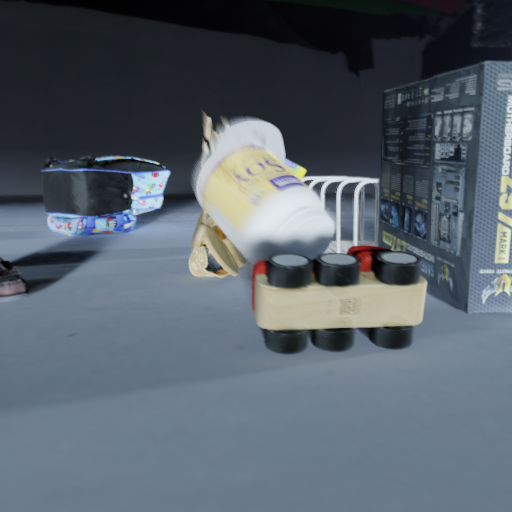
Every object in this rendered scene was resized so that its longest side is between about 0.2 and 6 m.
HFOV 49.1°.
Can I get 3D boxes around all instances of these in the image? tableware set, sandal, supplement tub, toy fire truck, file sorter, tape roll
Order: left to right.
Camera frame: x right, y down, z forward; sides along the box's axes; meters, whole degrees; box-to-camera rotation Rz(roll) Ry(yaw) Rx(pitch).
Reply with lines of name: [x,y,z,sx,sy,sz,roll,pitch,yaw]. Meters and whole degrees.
sandal: [-0.671,0.097,8.511,0.674,0.752,2.051,-31,-3,8]
sandal: [-0.914,-0.402,11.652,0.719,0.802,2.186,19,12,-9]
tableware set: [-0.727,-1.956,11.943,0.403,1.328,2.009,-10,40,9]
tape roll: [-0.123,-2.029,10.922,1.327,1.327,0.438,2,-35,12]
supplement tub: [0.109,-0.689,8.215,1.357,1.357,1.866,-7,45,-42]
toy fire truck: [0.652,0.330,5.515,1.484,1.085,1.686,-2,18,-8]
file sorter: [1.899,-0.694,10.311,1.666,1.495,2.401,-4,9,-21]

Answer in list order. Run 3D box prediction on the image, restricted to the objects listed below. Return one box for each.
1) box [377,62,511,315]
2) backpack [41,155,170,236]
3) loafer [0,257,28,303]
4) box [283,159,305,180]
box: [2.505,-0.962,7.404,0.864,2.670,3.386,-1,11,-4]
backpack: [-3.952,-1.697,15.296,3.035,2.042,2.771,-9,12,-43]
loafer: [-3.534,0.196,7.181,1.880,0.592,0.676,8,11,44]
box: [0.060,-1.190,11.574,1.133,1.931,0.467,35,11,35]
